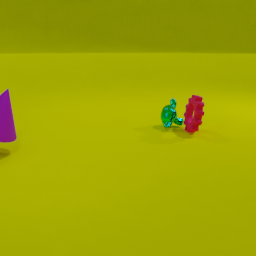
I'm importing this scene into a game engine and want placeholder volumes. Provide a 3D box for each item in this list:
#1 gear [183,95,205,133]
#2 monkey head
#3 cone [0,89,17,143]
[{"bbox_3d":[1.915,-0.406,8.202,0.203,1.097,1.097,8,16,-8],"label":"gear"},{"bbox_3d":[1.394,-0.360,8.772,0.760,0.636,1.056,14,63,7],"label":"monkey head"},{"bbox_3d":[-2.906,-0.397,6.370,1.083,1.087,1.083,24,11,-5],"label":"cone"}]
